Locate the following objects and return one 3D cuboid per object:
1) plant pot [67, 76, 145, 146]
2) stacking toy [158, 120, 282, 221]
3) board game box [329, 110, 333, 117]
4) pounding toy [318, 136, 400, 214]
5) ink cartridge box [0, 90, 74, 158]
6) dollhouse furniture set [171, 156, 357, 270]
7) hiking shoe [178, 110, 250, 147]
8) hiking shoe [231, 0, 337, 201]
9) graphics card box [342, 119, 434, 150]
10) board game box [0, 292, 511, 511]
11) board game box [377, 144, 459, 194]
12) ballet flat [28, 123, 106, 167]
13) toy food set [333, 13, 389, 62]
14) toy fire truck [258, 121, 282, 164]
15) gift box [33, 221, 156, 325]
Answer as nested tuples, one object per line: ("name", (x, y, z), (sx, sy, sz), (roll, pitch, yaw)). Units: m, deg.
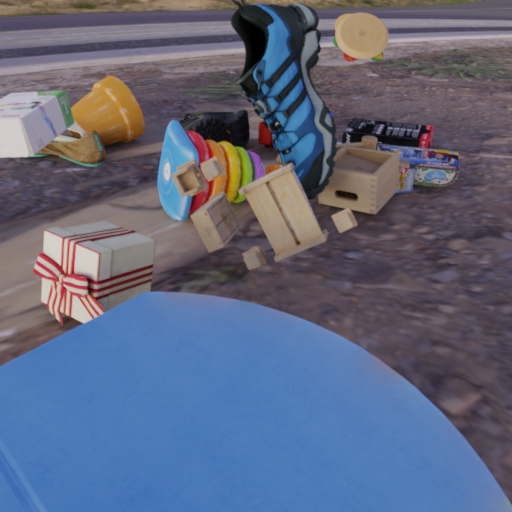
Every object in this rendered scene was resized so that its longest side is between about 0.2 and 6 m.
("plant pot", (-3.803, -3.352, 13.726), (1.463, 1.598, 1.598), (-37, 43, -26))
("stacking toy", (-0.404, -1.564, 10.714), (2.758, 1.514, 1.601), (-3, 37, -27))
("board game box", (1.331, -3.706, 15.177), (0.945, 0.574, 1.186), (-19, 35, -31))
("pounding toy", (1.953, -1.664, 11.099), (1.681, 0.875, 1.914), (15, 37, 30))
("ink cartridge box", (-3.112, -1.760, 7.411), (0.868, 0.503, 1.198), (1, 33, 12))
("dollhouse furniture set", (0.155, -0.890, 7.830), (2.016, 1.719, 0.984), (-22, 13, 19))
("hiking shoe", (-1.313, -2.800, 13.251), (1.512, 1.138, 3.004), (3, 19, 25))
("hiking shoe", (0.359, -2.691, 9.854), (1.550, 3.576, 1.330), (-4, -9, -28))
("graphics card box", (3.241, -2.903, 13.776), (2.072, 0.527, 1.300), (10, 31, 16))
("board game box", (-0.967, 2.443, 3.653), (5.612, 1.093, 4.434), (-29, 45, -34))
("board game box", (3.290, -1.771, 11.710), (1.734, 0.535, 1.733), (9, 30, 16))
("ballet flat", (-4.708, -2.736, 13.014), (2.690, 0.973, 0.912), (12, 31, 21))
("toy food set", (1.630, -3.402, 8.725), (0.860, 0.852, 0.209), (6, -15, 1))
("toy fire truck", (0.583, -2.744, 13.351), (1.225, 0.896, 1.392), (9, 20, 14))
("gift box", (-2.100, 0.304, 7.373), (1.175, 1.274, 1.189), (14, 17, 30))
